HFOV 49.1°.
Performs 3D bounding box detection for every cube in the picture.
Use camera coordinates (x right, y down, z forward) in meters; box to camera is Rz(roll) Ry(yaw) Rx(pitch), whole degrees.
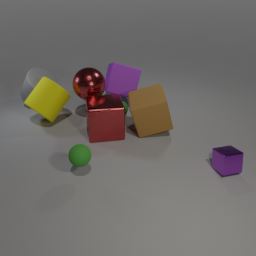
[{"bbox_3d":[0.884,-0.704,11.133,1.400,1.400,1.400,-15,37,7],"label":"cube"},{"bbox_3d":[3.213,1.042,9.083,0.700,0.700,0.700,-8,19,-13],"label":"cube"},{"bbox_3d":[-0.910,-0.408,11.101,1.400,1.400,1.400,-5,29,-9],"label":"cube"},{"bbox_3d":[-0.327,-2.293,13.556,1.400,1.400,1.400,12,7,-14],"label":"cube"}]

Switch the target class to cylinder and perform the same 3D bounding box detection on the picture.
[{"bbox_3d":[-3.393,-1.203,11.871,1.400,1.400,1.400,27,80,40],"label":"cylinder"},{"bbox_3d":[-4.231,-1.901,13.268,1.400,1.400,1.400,18,53,-25],"label":"cylinder"}]

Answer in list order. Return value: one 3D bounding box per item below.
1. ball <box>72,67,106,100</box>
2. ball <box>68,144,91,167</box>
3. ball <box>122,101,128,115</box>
[{"bbox_3d":[-1.647,-1.864,11.890,1.400,1.400,1.400,0,29,0],"label":"ball"},{"bbox_3d":[-1.475,0.840,8.590,0.700,0.700,0.700,0,29,0],"label":"ball"},{"bbox_3d":[-0.346,-0.860,12.542,0.700,0.700,0.700,0,29,0],"label":"ball"}]
